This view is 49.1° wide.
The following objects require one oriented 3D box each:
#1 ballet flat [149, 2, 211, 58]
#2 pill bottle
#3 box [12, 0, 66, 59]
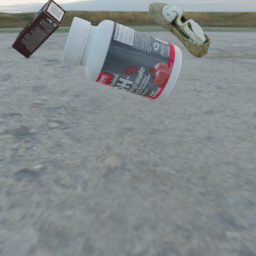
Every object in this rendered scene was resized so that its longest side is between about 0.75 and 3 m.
[{"bbox_3d":[1.855,-3.598,9.665,2.680,0.875,0.945,42,68,2],"label":"ballet flat"},{"bbox_3d":[-0.089,-0.882,3.541,1.372,0.760,0.760,16,21,-15],"label":"pill bottle"},{"bbox_3d":[-1.484,-1.642,4.658,0.954,0.358,0.478,-32,37,33],"label":"box"}]
